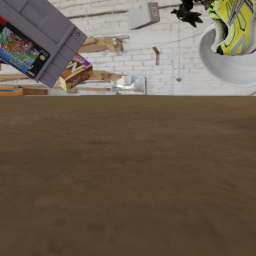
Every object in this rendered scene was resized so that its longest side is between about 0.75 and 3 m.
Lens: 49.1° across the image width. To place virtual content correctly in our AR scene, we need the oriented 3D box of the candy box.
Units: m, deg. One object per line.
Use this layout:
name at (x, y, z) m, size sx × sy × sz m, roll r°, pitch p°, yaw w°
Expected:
candy box at (-2.182, -2.157, 9.276) m, size 1.121 × 0.542 × 1.921 m, roll -36°, pitch 63°, yaw -26°

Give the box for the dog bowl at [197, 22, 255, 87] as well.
dog bowl at (3.812, -2.708, 9.639) m, size 2.624 × 2.624 × 1.033 m, roll 10°, pitch 55°, yaw 51°

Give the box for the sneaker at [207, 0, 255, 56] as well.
sneaker at (2.385, -2.987, 6.284) m, size 1.074 × 2.810 × 1.060 m, roll -15°, pitch 20°, yaw -10°

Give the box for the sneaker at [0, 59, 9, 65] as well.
sneaker at (-3.605, -2.695, 9.018) m, size 2.954 × 1.306 × 1.188 m, roll -41°, pitch 14°, yaw -34°

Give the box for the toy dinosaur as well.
toy dinosaur at (1.267, -2.677, 5.607) m, size 1.725 × 0.881 × 1.171 m, roll -9°, pitch 44°, yaw 23°

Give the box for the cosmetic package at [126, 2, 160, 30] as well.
cosmetic package at (0.560, -4.231, 10.646) m, size 0.615 × 0.728 × 1.363 m, roll -18°, pitch 12°, yaw -35°

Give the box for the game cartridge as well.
game cartridge at (-2.116, -2.006, 5.635) m, size 2.356 × 1.527 × 0.452 m, roll 36°, pitch -7°, yaw -38°
